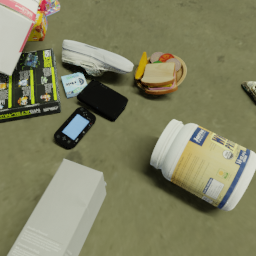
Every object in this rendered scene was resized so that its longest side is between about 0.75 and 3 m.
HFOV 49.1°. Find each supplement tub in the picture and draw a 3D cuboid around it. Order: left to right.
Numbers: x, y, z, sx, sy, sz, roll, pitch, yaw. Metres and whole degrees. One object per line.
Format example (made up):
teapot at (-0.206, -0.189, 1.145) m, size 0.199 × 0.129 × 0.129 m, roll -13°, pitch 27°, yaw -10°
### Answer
supplement tub at (1.916, 0.890, 7.320) m, size 2.317 × 1.673 × 1.673 m, roll 27°, pitch 59°, yaw 17°

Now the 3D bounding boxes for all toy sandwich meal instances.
toy sandwich meal at (1.079, -2.014, 9.755) m, size 2.052 × 0.703 × 2.052 m, roll -7°, pitch 56°, yaw 11°

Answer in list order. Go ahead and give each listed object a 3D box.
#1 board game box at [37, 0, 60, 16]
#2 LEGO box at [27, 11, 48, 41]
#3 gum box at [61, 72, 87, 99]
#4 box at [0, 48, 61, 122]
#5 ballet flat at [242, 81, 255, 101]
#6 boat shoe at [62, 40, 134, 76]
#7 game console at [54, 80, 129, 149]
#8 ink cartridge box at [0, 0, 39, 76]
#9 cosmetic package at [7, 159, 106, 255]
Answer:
board game box at (-4.223, -5.574, 12.614) m, size 2.206 × 0.430 × 1.743 m, roll -34°, pitch 62°, yaw -22°
LEGO box at (-4.261, -4.204, 11.525) m, size 1.636 × 0.631 × 1.218 m, roll 0°, pitch 55°, yaw 0°
gum box at (-1.872, -1.527, 9.914) m, size 0.793 × 0.208 × 0.934 m, roll -16°, pitch 58°, yaw -11°
box at (-3.758, -1.513, 9.659) m, size 2.645 × 0.651 × 2.739 m, roll -10°, pitch 55°, yaw -10°
ballet flat at (4.386, -1.293, 9.600) m, size 0.415 × 0.460 × 1.223 m, roll -14°, pitch 56°, yaw -10°
boat shoe at (-1.179, -2.323, 9.997) m, size 2.882 × 0.947 × 1.037 m, roll 22°, pitch 23°, yaw 15°
game console at (-1.239, -0.376, 8.973) m, size 1.520 × 0.311 × 2.577 m, roll 31°, pitch 63°, yaw 12°
ink cartridge box at (-3.869, -3.422, 9.215) m, size 1.183 × 2.095 × 2.859 m, roll 22°, pitch 33°, yaw -27°
cosmetic package at (-1.539, 2.261, 6.528) m, size 1.218 × 1.443 × 2.702 m, roll 16°, pitch 55°, yaw 10°
